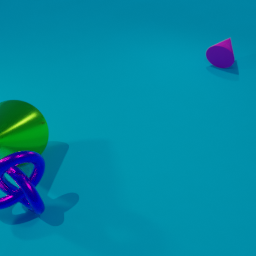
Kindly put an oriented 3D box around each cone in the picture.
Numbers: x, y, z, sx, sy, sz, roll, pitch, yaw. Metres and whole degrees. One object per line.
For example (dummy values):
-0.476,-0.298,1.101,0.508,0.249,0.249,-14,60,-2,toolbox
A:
3.562,-2.953,10.268,1.055,1.055,1.059,22,66,23,cone
-2.707,0.202,6.051,1.627,1.627,1.633,-3,6,-3,cone

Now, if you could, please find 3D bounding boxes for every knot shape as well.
-2.370,1.118,5.582,1.423,1.521,0.703,-2,24,4,knot shape
